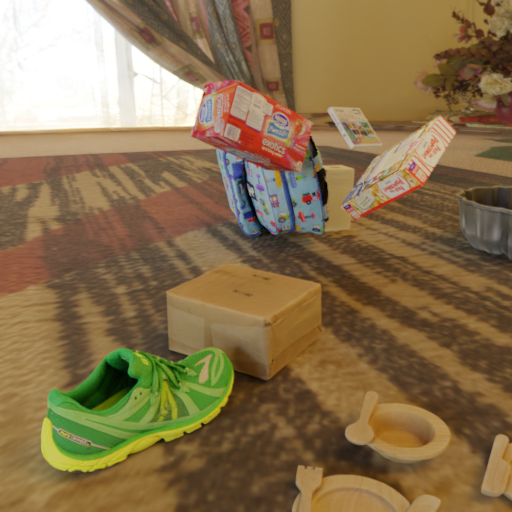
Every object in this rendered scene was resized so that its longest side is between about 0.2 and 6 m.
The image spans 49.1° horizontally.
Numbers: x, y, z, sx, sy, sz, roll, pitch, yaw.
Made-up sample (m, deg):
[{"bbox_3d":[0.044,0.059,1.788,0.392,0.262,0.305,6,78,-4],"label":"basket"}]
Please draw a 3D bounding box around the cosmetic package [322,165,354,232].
[{"bbox_3d":[1.851,-1.398,13.631,0.819,1.523,0.646,-4,19,-22],"label":"cosmetic package"}]

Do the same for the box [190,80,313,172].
[{"bbox_3d":[-0.038,-2.282,10.124,2.029,1.012,0.969,15,0,-43],"label":"box"}]

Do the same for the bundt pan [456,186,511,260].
[{"bbox_3d":[5.824,-0.670,11.910,3.094,1.161,3.094,0,16,0],"label":"bundt pan"}]

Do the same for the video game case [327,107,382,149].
[{"bbox_3d":[1.875,-2.422,10.604,0.994,0.905,0.118,-13,-20,-46],"label":"video game case"}]

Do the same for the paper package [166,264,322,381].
[{"bbox_3d":[-0.134,0.815,7.580,1.663,0.860,1.585,10,20,31],"label":"paper package"}]

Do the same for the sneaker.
[{"bbox_3d":[-1.062,1.356,5.678,0.830,0.936,2.240,14,21,40],"label":"sneaker"}]

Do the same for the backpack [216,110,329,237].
[{"bbox_3d":[0.420,-1.717,12.755,2.089,2.834,3.105,-16,26,-6],"label":"backpack"}]

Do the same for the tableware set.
[{"bbox_3d":[1.709,1.980,4.713,2.706,0.314,2.261,8,19,24],"label":"tableware set"}]

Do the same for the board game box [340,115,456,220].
[{"bbox_3d":[2.505,-1.534,10.087,1.458,0.446,1.924,-52,10,-26],"label":"board game box"}]
